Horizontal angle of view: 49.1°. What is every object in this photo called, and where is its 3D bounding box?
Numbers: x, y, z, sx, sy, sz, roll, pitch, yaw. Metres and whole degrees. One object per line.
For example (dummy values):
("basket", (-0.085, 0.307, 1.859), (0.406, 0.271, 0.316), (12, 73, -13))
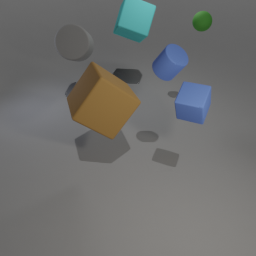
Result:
("cube", (1.617, -0.621, 6.941), (0.700, 0.700, 0.700), (15, 62, 23))
("ball", (2.694, -3.868, 10.158), (0.700, 0.700, 0.700), (0, 33, 0))
("cylinder", (1.099, -1.710, 7.341), (0.700, 0.700, 0.700), (13, 59, -23))
("cube", (-0.743, -0.794, 8.061), (1.400, 1.400, 1.400), (29, 17, -31))
("cylinder", (-2.208, -3.521, 11.721), (1.400, 1.400, 1.400), (0, 12, 0))
("cube", (0.260, -4.884, 12.696), (1.400, 1.400, 1.400), (16, 2, -13))
